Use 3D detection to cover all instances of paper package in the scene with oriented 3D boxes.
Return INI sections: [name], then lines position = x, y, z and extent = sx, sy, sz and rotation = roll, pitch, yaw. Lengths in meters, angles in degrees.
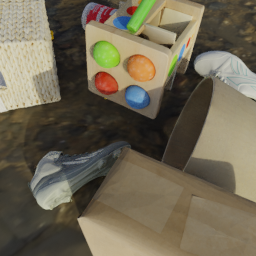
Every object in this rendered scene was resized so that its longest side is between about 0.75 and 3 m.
[paper package]
position = 0.736, 1.863, 4.490
extent = 2.590, 2.468, 1.340
rotation = 22, 54, 17

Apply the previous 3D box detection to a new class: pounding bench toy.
[pounding bench toy]
position = 0.323, -1.975, 5.814
extent = 1.766, 2.843, 2.217
rotation = 25, 54, 14

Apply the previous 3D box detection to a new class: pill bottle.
[pill bottle]
position = -0.630, -3.696, 9.899
extent = 1.820, 1.021, 1.021
rotation = 23, 55, 17

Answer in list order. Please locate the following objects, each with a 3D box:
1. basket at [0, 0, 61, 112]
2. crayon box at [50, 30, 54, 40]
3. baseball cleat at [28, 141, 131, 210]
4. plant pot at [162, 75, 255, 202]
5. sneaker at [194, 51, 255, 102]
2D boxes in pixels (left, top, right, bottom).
[basket]
position = -3.029, -2.052, 7.780
extent = 1.865, 2.298, 2.319
rotation = -9, 52, -10
[crayon box]
position = -3.396, -3.234, 9.836
extent = 1.166, 0.340, 1.006
rotation = 17, 38, 13
[baseball cleat]
position = -1.124, 0.772, 6.428
extent = 2.406, 0.839, 1.281
rotation = -31, 58, -24
[plant pot]
position = 2.373, 0.687, 5.643
extent = 2.811, 2.633, 2.633
rotation = 22, 53, 0
[sneaker]
position = 3.002, -1.257, 7.966
extent = 2.864, 1.007, 1.148
rotation = 37, 63, 25
